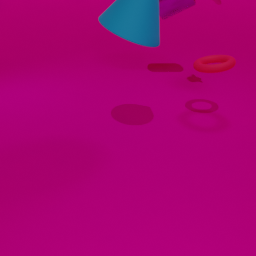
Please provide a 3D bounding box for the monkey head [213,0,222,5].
[{"bbox_3d":[2.841,-4.373,8.841,0.798,0.668,1.109,32,24,-31],"label":"monkey head"}]

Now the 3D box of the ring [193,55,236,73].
[{"bbox_3d":[2.469,-1.847,8.027,1.169,0.234,1.169,-8,27,4],"label":"ring"}]

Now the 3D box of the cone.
[{"bbox_3d":[0.316,-2.802,6.042,1.514,1.520,1.514,18,33,-12],"label":"cone"}]

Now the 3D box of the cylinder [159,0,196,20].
[{"bbox_3d":[1.707,-5.052,10.647,1.354,1.354,1.354,-18,21,23],"label":"cylinder"}]
